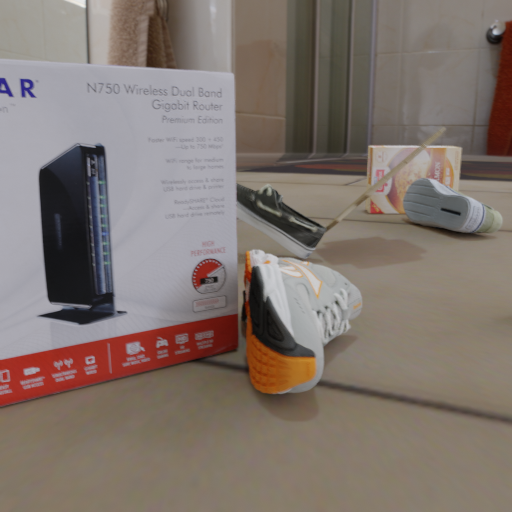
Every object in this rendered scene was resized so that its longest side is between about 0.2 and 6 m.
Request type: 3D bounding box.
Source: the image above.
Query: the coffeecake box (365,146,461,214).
[{"bbox_3d":[3.954,-1.941,14.268,2.182,1.675,0.797,1,13,2],"label":"coffeecake box"}]

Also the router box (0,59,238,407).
[{"bbox_3d":[-1.580,-0.235,4.723,2.917,2.618,0.713,-9,15,-31],"label":"router box"}]

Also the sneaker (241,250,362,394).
[{"bbox_3d":[0.510,0.493,5.380,1.216,1.001,2.643,3,14,-4],"label":"sneaker"}]

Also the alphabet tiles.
[{"bbox_3d":[2.110,-1.223,9.745,2.652,0.084,2.206,-40,-1,-16],"label":"alphabet tiles"}]

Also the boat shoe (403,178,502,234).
[{"bbox_3d":[4.131,-0.970,12.141,0.891,1.034,2.874,18,14,-17],"label":"boat shoe"}]

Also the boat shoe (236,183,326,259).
[{"bbox_3d":[0.166,-0.802,9.140,2.089,0.665,0.738,33,22,-4],"label":"boat shoe"}]
